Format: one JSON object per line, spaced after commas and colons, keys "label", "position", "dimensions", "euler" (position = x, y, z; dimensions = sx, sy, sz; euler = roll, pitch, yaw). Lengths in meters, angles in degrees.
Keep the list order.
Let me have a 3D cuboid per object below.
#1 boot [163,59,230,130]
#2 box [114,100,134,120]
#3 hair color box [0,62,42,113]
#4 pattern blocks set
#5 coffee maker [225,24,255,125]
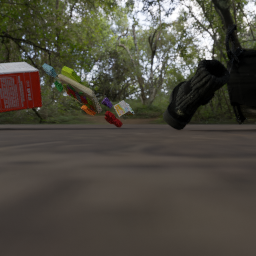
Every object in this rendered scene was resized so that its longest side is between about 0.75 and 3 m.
{"label": "boot", "position": [1.115, -0.665, 4.448], "dimensions": [0.534, 1.061, 1.419], "euler": [31, 35, -1]}
{"label": "box", "position": [-0.153, -0.705, 11.225], "dimensions": [0.468, 0.519, 0.923], "euler": [-31, -13, 9]}
{"label": "hair color box", "position": [-3.273, -0.777, 5.669], "dimensions": [2.661, 0.851, 1.476], "euler": [-10, 23, -28]}
{"label": "pattern blocks set", "position": [-1.120, -0.781, 6.617], "dimensions": [2.007, 0.163, 1.764], "euler": [26, -21, 31]}
{"label": "coffee maker", "position": [2.703, -0.814, 4.567], "dimensions": [1.889, 1.273, 1.815], "euler": [4, -24, 41]}
